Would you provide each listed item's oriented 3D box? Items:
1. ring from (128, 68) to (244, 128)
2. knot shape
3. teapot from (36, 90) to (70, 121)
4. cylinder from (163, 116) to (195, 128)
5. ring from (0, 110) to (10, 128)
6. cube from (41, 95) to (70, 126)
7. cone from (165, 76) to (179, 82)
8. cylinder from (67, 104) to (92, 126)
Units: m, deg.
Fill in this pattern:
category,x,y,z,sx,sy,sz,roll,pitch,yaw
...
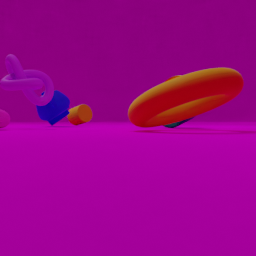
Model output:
category,x,y,z,sx,sy,sz,roll,pitch,yaw
ring,0.951,-0.456,4.762,1.968,0.394,1.968,-16,-10,-3
knot shape,-2.302,-1.036,6.258,1.341,0.619,1.255,37,11,-13
teapot,-2.447,-0.770,8.918,1.093,0.861,1.758,-36,8,-15
cylinder,1.275,-0.580,7.371,0.982,0.982,0.982,1,13,35
ring,-3.169,-0.171,5.292,1.744,0.349,1.744,-1,-2,0
cube,-2.784,-0.754,10.250,0.819,0.819,0.819,-36,43,-7
cone,1.282,-0.858,6.465,0.913,0.913,0.916,1,23,22
cylinder,-1.952,-0.527,11.371,0.740,0.740,0.740,-14,-9,43
